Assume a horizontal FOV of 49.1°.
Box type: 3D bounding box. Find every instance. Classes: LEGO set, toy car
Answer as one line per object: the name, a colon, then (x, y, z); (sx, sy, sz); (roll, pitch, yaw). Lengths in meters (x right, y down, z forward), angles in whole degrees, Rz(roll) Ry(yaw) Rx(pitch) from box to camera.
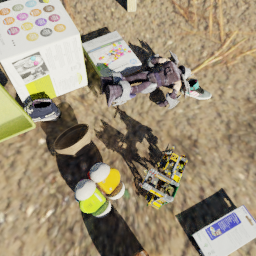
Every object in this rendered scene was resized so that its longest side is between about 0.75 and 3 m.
LEGO set: (0.747, 1.174, 6.988); (0.905, 1.201, 1.562); (30, 71, -2)
toy car: (-0.813, 1.484, 7.007); (0.965, 1.126, 1.287); (13, 55, 48)

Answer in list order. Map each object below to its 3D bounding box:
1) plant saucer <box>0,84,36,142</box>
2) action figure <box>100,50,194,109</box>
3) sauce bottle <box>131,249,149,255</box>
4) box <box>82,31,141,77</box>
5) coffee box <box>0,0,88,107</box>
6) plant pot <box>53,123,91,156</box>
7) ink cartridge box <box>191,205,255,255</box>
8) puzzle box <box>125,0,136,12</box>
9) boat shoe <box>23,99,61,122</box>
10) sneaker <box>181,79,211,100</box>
plant saucer: (-3.587, -0.537, 6.598); (2.107, 2.104, 0.505); (-21, 38, 16)
action figure: (0.668, -1.440, 8.644); (2.948, 1.023, 1.918); (-13, 54, -11)
sauce bottle: (0.830, 3.942, 5.512); (0.985, 0.985, 2.983); (-31, 63, -16)
box: (-0.582, -2.426, 9.525); (1.381, 0.365, 1.772); (-25, 64, -14)
coffee box: (-2.666, -2.348, 8.409); (2.165, 2.189, 2.186); (-24, 64, -14)
plant pot: (-1.434, 0.408, 7.684); (1.114, 0.514, 1.114); (-21, 30, 12)
ink cartridge box: (2.359, 2.548, 6.710); (1.542, 0.302, 0.767); (-24, 63, -12)
puzzle box: (-0.002, -6.023, 10.164); (0.360, 2.834, 1.885); (-7, 60, -2)
boat shoe: (-2.824, -0.514, 8.158); (1.603, 0.743, 0.599); (-9, 63, 1)
sneaker: (2.163, -1.238, 8.713); (0.957, 0.578, 0.400); (14, 61, 8)
